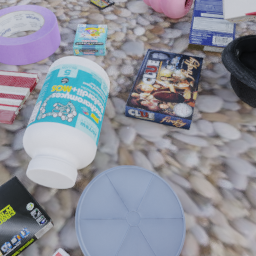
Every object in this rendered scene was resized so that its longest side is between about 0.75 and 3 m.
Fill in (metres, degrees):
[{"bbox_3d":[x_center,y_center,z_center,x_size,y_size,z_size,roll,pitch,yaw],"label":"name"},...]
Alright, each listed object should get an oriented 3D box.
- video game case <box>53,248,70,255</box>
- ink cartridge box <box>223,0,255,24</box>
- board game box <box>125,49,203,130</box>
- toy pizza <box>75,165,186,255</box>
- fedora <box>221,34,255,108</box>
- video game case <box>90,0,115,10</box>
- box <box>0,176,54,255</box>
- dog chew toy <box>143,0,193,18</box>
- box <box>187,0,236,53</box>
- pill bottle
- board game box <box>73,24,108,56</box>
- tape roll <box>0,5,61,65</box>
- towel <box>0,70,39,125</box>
[{"bbox_3d":[-0.850,3.381,4.437,2.406,0.210,1.720,31,57,23],"label":"video game case"},{"bbox_3d":[3.556,-3.591,8.222,1.258,0.730,1.704,-2,12,29],"label":"ink cartridge box"},{"bbox_3d":[1.104,-1.216,7.993,1.758,0.449,2.595,12,52,10],"label":"board game box"},{"bbox_3d":[0.070,1.792,5.455,2.184,0.346,2.184,7,60,-12],"label":"toy pizza"},{"bbox_3d":[3.812,-1.325,7.548,2.805,1.281,2.805,0,52,0],"label":"fedora"},{"bbox_3d":[-1.043,-5.085,11.358,0.691,0.098,0.765,-36,60,-26],"label":"video game case"},{"bbox_3d":[-2.477,1.882,5.561,1.461,0.347,1.411,-36,61,-26],"label":"box"},{"bbox_3d":[1.399,-4.912,10.565,2.037,1.268,1.268,27,56,30],"label":"dog chew toy"},{"bbox_3d":[2.943,-3.717,9.628,1.487,0.398,2.455,9,71,8],"label":"box"},{"bbox_3d":[-1.356,-0.135,6.288,1.547,1.547,2.793,5,58,4],"label":"pill bottle"},{"bbox_3d":[-1.256,-3.018,9.541,1.035,0.322,1.371,0,51,0],"label":"board game box"},{"bbox_3d":[-3.530,-3.156,9.353,2.409,0.790,2.409,0,51,1],"label":"tape roll"},{"bbox_3d":[-3.514,-0.925,7.929,1.423,0.225,1.975,7,50,8],"label":"towel"}]
